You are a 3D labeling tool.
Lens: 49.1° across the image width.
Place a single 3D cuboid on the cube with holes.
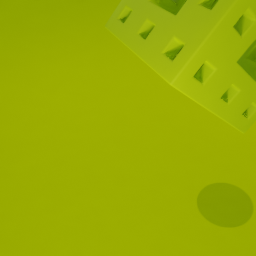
[{"bbox_3d":[0.561,-0.652,1.791,0.855,0.855,0.855,23,22,-42],"label":"cube with holes"}]
